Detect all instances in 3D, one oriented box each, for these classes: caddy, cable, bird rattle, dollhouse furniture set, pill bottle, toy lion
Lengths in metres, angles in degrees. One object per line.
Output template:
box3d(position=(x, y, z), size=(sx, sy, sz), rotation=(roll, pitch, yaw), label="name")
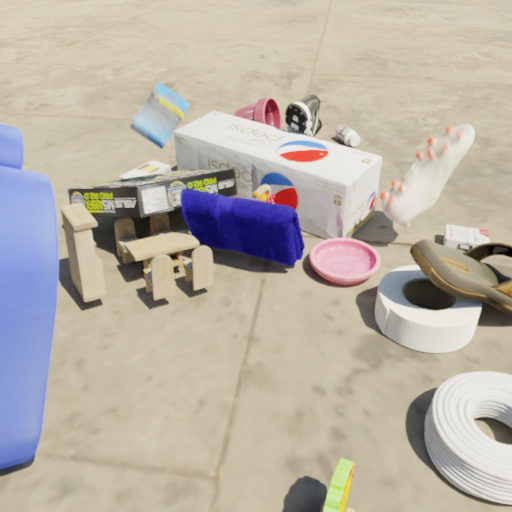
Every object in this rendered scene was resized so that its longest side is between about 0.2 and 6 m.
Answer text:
box3d(position=(-3.975, 0.521, 6.377), size=(2.519, 4.798, 3.392), rotation=(-2, 30, -34), label="caddy")
box3d(position=(3.088, 2.265, 7.145), size=(1.790, 0.620, 1.791), rotation=(19, 39, 25), label="cable")
box3d(position=(0.100, -1.070, 11.017), size=(0.898, 0.732, 0.506), rotation=(-29, 63, -36), label="bird rattle")
box3d(position=(-2.129, -0.263, 9.823), size=(2.179, 1.418, 2.001), rotation=(-14, 30, -26), label="dollhouse furniture set")
box3d(position=(2.527, -3.278, 15.392), size=(0.423, 0.423, 0.708), rotation=(-15, 38, -21), label="pill bottle")
box3d(position=(0.821, 2.792, 5.994), size=(0.382, 1.065, 1.111), rotation=(14, 37, 19), label="toy lion")

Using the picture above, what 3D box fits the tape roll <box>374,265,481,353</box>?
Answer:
box3d(position=(2.801, 0.844, 9.251), size=(1.657, 0.580, 1.657), rotation=(0, 35, 0), label="tape roll")

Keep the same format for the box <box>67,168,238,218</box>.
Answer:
box3d(position=(-2.023, -1.297, 11.312), size=(2.150, 0.594, 2.684), rotation=(3, 16, 38), label="box")

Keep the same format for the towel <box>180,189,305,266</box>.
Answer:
box3d(position=(-0.256, -0.473, 10.147), size=(2.156, 1.592, 0.534), rotation=(10, 64, 19), label="towel")

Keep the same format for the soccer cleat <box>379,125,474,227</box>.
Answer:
box3d(position=(3.265, -1.493, 10.474), size=(0.845, 2.177, 0.754), rotation=(37, 13, -25), label="soccer cleat")

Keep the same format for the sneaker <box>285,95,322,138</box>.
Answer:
box3d(position=(1.085, -2.812, 13.052), size=(0.749, 2.254, 1.020), rotation=(35, 59, 17), label="sneaker")

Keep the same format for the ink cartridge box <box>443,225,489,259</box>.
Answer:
box3d(position=(4.157, -0.292, 11.118), size=(0.817, 0.338, 0.595), rotation=(10, 36, 14), label="ink cartridge box")

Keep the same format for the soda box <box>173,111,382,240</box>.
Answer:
box3d(position=(0.362, -1.856, 12.420), size=(4.533, 1.443, 1.544), rotation=(22, 42, 29), label="soda box")

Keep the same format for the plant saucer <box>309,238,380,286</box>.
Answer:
box3d(position=(1.651, 0.137, 10.507), size=(1.306, 0.331, 1.306), rotation=(0, 35, 0), label="plant saucer")

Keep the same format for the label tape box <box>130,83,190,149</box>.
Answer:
box3d(position=(-1.737, -2.535, 10.159), size=(0.681, 0.299, 0.944), rotation=(33, 73, -15), label="label tape box")

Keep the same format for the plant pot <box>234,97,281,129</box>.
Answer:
box3d(position=(0.008, -3.756, 15.583), size=(1.049, 1.172, 1.172), rotation=(-1, 31, 27), label="plant pot")

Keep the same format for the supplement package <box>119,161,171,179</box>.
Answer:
box3d(position=(-2.527, -1.709, 12.945), size=(0.606, 0.584, 1.066), rotation=(20, 39, 31), label="supplement package")

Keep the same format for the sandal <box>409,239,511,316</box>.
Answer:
box3d(position=(3.853, 0.192, 9.084), size=(3.243, 0.885, 1.325), rotation=(17, 29, -28), label="sandal")
